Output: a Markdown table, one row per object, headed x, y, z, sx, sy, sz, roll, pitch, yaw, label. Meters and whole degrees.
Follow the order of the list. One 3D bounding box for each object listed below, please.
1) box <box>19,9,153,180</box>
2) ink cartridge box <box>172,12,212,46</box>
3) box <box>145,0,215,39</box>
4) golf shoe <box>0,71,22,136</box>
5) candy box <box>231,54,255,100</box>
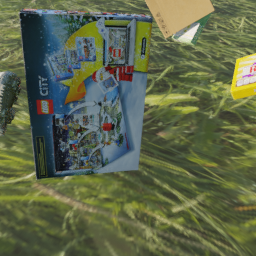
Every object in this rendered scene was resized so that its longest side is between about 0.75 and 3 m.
| x | y | z | sx | sy | sz | roll | pitch | yaw | label |
| --- | --- | --- | --- | --- | --- | --- | --- | --- | --- |
| -0.635 | -0.442 | 4.425 | 1.769 | 2.590 | 0.488 | -3 | 28 | -14 | box |
| 2.124 | -3.441 | 9.252 | 0.309 | 1.287 | 0.936 | 17 | 13 | -40 | ink cartridge box |
| 1.407 | -4.184 | 8.670 | 1.801 | 2.203 | 0.234 | -22 | 18 | 34 | box |
| -2.066 | -0.391 | 4.119 | 0.773 | 1.590 | 0.623 | 29 | 55 | -15 | golf shoe |
| 3.552 | -1.400 | 6.011 | 2.521 | 0.333 | 1.289 | -12 | 38 | 40 | candy box |
